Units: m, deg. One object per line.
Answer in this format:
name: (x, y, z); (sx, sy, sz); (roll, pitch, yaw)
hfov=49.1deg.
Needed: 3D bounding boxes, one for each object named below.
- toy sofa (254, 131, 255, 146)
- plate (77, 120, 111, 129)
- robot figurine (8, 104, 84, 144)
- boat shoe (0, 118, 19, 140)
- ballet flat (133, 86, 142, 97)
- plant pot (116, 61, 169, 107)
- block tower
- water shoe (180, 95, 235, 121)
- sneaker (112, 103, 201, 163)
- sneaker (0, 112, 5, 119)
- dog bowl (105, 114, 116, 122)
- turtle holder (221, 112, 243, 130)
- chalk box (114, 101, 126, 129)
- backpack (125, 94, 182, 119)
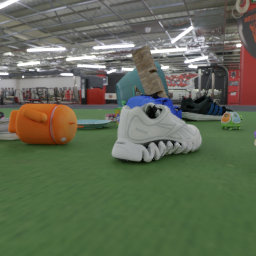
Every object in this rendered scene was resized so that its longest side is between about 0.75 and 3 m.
toy sofa: (3.060, -0.093, 3.255); (1.376, 1.168, 2.821); (-4, 15, -33)
plate: (-1.504, -0.127, 9.755); (1.812, 0.232, 1.812); (0, 5, 0)
robot figurine: (-1.797, -0.083, 6.124); (1.547, 1.113, 0.902); (2, 38, 8)
boat shoe: (-3.425, -0.085, 6.997); (1.973, 0.703, 0.688); (0, 6, 1)
ballet flat: (0.442, -0.792, 9.820); (0.508, 1.412, 0.508); (-4, -7, 0)
plant pot: (0.446, -1.332, 11.350); (1.692, 2.513, 2.513); (-10, 8, -10)
block tower: (0.748, -1.784, 9.672); (0.580, 2.147, 0.621); (-21, -4, 20)
water shoe: (3.793, -0.948, 12.977); (2.986, 1.178, 1.067); (-3, 7, -25)
sneaker: (0.666, 0.014, 5.097); (0.869, 0.938, 2.313); (3, 5, 39)
sneaker: (-6.020, -0.673, 11.078); (0.879, 1.061, 2.225); (3, 5, 44)
dog bowl: (-0.604, -0.449, 12.391); (0.871, 0.321, 0.871); (1, 6, 0)
turtle holder: (3.469, -0.243, 9.233); (0.790, 0.561, 0.601); (0, 5, -1)
chalk box: (-0.058, -0.465, 9.332); (0.559, 0.904, 0.562); (-4, 7, 27)
backpack: (0.545, -0.233, 6.470); (1.161, 1.124, 1.383); (7, 8, 31)
